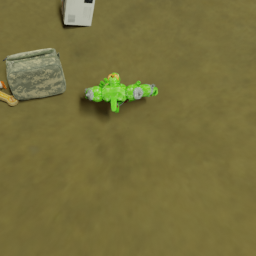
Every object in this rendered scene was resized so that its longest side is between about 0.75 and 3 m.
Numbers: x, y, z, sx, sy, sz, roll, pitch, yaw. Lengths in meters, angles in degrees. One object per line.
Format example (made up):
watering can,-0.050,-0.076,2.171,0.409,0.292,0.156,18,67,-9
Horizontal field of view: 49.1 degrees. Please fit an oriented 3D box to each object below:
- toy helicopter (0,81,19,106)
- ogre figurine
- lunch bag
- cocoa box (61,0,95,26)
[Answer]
toy helicopter,-3.598,-0.980,7.785,1.275,0.503,0.843,23,52,5
ogre figurine,-0.244,-0.874,6.999,1.882,1.128,0.923,18,101,4
lunch bag,-2.591,-1.601,7.781,1.532,1.068,1.285,-14,47,-10
cocoa box,-1.630,-4.209,9.124,0.932,1.398,0.917,-5,54,-21
